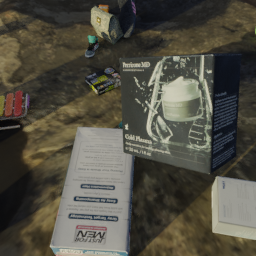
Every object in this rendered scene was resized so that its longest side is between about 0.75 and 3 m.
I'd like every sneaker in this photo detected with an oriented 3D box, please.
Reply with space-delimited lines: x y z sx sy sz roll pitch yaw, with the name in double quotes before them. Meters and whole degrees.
"sneaker" 0.062 -4.457 11.336 0.757 0.885 2.158 -7 70 22
"sneaker" -1.317 -3.032 10.146 0.407 0.588 0.974 9 50 8

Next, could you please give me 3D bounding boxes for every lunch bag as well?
"lunch bag" -0.833 -3.855 10.399 0.981 1.196 0.703 37 79 27

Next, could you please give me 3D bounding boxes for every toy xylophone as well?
"toy xylophone" -3.596 -0.477 8.044 1.618 0.407 1.185 -15 51 -12

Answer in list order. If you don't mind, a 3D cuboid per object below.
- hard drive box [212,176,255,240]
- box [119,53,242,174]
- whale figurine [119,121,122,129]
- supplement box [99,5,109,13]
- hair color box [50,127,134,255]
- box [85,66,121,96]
"hard drive box" 2.590 1.732 6.021 1.440 0.553 1.122 9 50 7
"box" 0.872 -0.360 4.893 1.805 1.774 1.119 9 16 40
"whale figurine" 0.236 -0.127 7.582 0.988 0.644 1.242 0 50 0
"supplement box" -1.045 -4.659 11.682 0.431 0.416 1.252 4 49 0
"hair color box" -0.610 1.335 6.155 1.433 0.867 2.865 3 49 2
"box" -0.740 -1.545 9.088 1.051 0.233 0.842 -27 54 -22
